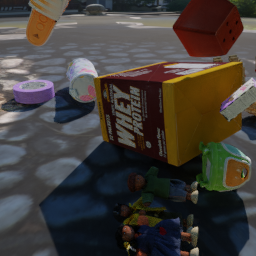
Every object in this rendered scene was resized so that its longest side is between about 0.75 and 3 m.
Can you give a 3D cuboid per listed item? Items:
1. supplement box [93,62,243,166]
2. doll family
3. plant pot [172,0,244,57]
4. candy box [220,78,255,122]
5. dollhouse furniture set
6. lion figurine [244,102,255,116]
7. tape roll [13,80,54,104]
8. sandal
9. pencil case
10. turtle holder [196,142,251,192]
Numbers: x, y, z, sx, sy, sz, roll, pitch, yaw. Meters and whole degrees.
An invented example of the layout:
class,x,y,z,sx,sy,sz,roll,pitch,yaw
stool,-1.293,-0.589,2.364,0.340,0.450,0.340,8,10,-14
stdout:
class,x,y,z,sx,sy,sz,roll,pitch,yaw
supplement box,1.015,-0.614,7.137,2.607,1.755,2.643,-21,23,-36
doll family,0.268,1.597,4.136,1.378,0.935,2.383,9,30,7
plant pot,1.578,-1.889,5.257,0.832,0.943,0.944,33,-3,43
candy box,2.299,-0.582,5.697,0.293,0.819,0.687,45,30,0
dollhouse furniture set,4.822,-2.317,12.106,2.373,1.236,2.399,-5,24,15
lion figurine,4.879,-0.779,9.157,2.531,0.917,1.550,-3,15,-38
tape roll,-3.552,-1.390,10.606,1.456,0.478,1.456,-1,26,0
sandal,-2.188,-3.032,7.397,0.904,2.360,0.676,23,40,-16
pencil case,-1.773,-1.930,10.981,1.207,1.107,2.662,-7,27,-12
turtle holder,1.930,0.816,5.771,0.937,1.003,1.320,3,-18,7
